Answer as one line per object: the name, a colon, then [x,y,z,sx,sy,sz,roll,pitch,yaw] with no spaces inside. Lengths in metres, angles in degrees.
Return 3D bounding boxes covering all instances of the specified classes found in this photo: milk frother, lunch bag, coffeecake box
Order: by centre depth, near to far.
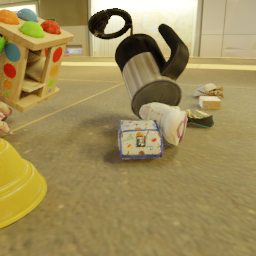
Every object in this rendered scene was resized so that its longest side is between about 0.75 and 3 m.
lunch bag: [0.277,0.307,6.829,1.041,0.758,1.224,-1,31,-2]
milk frother: [0.175,-2.178,9.268,2.951,2.664,2.776,2,45,-21]
coffeecake box: [3.425,-1.075,11.754,0.742,0.353,0.967,2,18,6]

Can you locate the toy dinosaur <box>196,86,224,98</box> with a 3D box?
toy dinosaur: [4.067,-1.674,13.593,1.024,0.582,1.928,-5,4,26]

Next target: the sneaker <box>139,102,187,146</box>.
sneaker: [0.922,-0.173,7.829,1.268,0.953,2.546,12,10,0]

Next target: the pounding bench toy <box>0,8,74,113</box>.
pounding bench toy: [-3.206,-1.896,7.639,1.855,2.329,2.986,29,31,8]

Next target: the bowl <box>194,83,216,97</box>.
bowl: [3.737,-1.896,13.729,0.931,0.348,0.933,-21,0,-36]

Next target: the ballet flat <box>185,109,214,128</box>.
ballet flat: [2.137,-0.359,9.280,1.451,0.530,0.530,10,20,30]

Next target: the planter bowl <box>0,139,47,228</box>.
planter bowl: [-2.725,0.758,4.899,2.457,1.023,2.457,0,17,0]

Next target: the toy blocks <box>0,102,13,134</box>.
toy blocks: [-3.951,-0.007,7.844,1.217,1.302,1.096,7,-20,0]

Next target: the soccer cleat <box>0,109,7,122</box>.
soccer cleat: [-4.760,-0.418,8.504,0.991,1.063,2.905,5,18,17]
